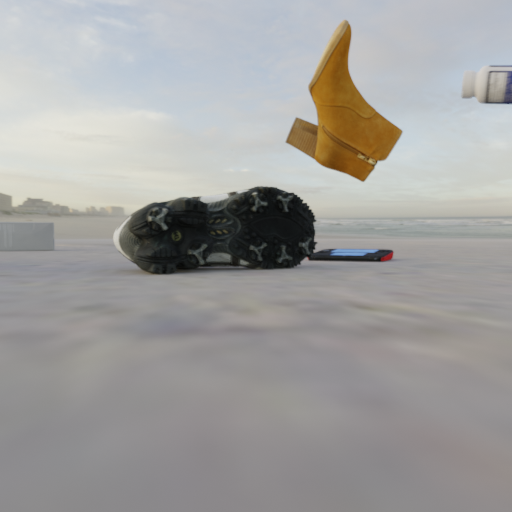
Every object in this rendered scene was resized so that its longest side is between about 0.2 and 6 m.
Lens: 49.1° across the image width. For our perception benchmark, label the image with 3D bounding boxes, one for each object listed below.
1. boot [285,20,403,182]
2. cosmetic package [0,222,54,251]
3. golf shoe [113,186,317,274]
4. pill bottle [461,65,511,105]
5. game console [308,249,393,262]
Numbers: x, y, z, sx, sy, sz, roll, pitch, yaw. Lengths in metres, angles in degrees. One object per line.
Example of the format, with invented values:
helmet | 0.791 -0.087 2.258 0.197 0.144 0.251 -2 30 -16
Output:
boot | 1.794 -2.658 10.032 1.896 2.648 0.932 22 44 -1
cosmetic package | -4.979 -0.417 12.057 1.202 0.642 0.542 1 2 -26
golf shoe | -0.373 -0.269 5.553 2.149 0.836 1.015 0 2 -35
pill bottle | 4.112 -2.899 9.495 1.144 0.635 0.635 8 5 23
game console | 1.282 -0.009 7.515 1.009 0.157 0.893 0 2 23
